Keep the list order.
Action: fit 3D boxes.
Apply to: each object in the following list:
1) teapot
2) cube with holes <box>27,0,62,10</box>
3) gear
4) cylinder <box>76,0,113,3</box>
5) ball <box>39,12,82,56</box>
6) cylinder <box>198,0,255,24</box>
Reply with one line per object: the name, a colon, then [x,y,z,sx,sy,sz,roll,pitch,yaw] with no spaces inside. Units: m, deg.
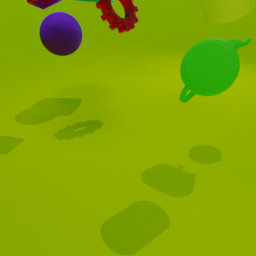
teapot: [1.836,-1.284,6.022,1.227,1.973,0.966,52,16,27]
cube with holes: [-2.137,-3.531,6.992,0.725,0.725,0.725,-18,6,16]
gear: [-0.272,-3.364,7.814,0.256,1.382,1.382,-11,14,46]
cylinder: [-1.136,-4.840,9.140,1.336,1.336,1.336,6,29,1]
ball: [-2.101,-2.945,8.814,1.319,1.319,1.319,0,29,0]
cylinder: [1.556,-2.324,4.547,0.889,0.889,0.889,-15,43,15]
